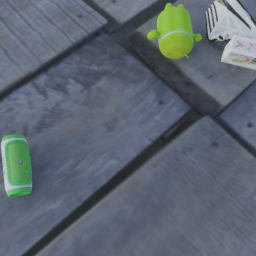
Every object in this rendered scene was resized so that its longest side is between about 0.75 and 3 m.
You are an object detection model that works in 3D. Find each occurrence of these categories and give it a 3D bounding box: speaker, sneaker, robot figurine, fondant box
[{"bbox_3d":[-3.097,1.034,7.791,0.721,0.721,1.630,-12,74,-5],"label":"speaker"},{"bbox_3d":[3.753,-3.312,9.919,2.682,1.543,1.012,48,31,-7],"label":"sneaker"},{"bbox_3d":[1.585,-3.227,9.472,1.738,1.146,1.981,2,68,-11],"label":"robot figurine"},{"bbox_3d":[4.169,-2.319,9.030,1.964,1.417,0.572,15,93,7],"label":"fondant box"}]
